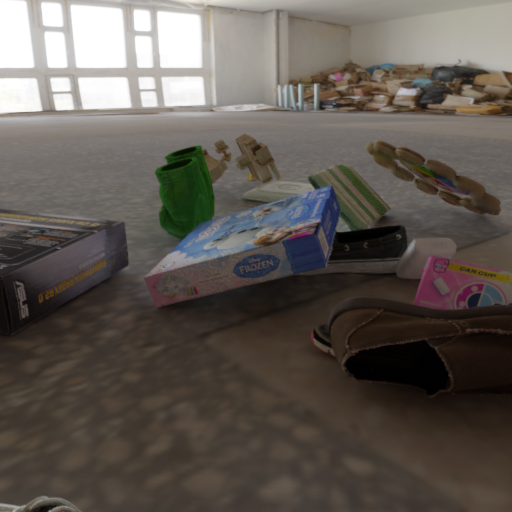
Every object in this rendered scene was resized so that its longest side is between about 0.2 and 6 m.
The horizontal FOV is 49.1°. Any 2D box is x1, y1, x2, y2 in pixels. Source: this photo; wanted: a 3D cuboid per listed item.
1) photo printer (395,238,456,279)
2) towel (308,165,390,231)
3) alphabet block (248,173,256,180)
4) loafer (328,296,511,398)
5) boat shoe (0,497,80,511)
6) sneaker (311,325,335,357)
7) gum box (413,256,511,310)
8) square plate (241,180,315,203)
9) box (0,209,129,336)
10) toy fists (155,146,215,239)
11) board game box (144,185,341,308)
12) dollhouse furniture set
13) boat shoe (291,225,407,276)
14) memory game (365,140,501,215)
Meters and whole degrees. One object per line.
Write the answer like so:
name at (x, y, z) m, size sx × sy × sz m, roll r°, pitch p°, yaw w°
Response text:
photo printer at (3.028, 0.083, 10.139) m, size 0.823 × 0.990 × 0.344 m, roll -1°, pitch 56°, yaw -15°
towel at (2.388, -1.493, 14.087) m, size 1.855 × 0.284 × 2.432 m, roll 50°, pitch 34°, yaw 7°
alphabet block at (-0.147, -2.763, 19.530) m, size 0.224 × 0.219 × 0.220 m, roll -11°, pitch 20°, yaw -28°
loafer at (2.359, 1.283, 6.594) m, size 3.113 × 1.137 × 1.105 m, roll 3°, pitch 32°, yaw 14°
boat shoe at (-1.549, 2.189, 4.105) m, size 2.324 × 0.764 × 0.836 m, roll 10°, pitch 21°, yaw 27°
sneaker at (1.594, 1.007, 7.635) m, size 1.673 × 0.732 × 0.617 m, roll 4°, pitch 19°, yaw 13°
gum box at (3.081, 0.734, 7.719) m, size 1.830 × 0.605 × 1.039 m, roll 14°, pitch 67°, yaw 31°
square plate at (1.013, -1.963, 17.036) m, size 2.239 × 0.322 × 2.260 m, roll 8°, pitch 21°, yaw 24°
box at (-4.879, 0.048, 10.056) m, size 4.021 × 0.972 × 3.184 m, roll 7°, pitch 20°, yaw 19°
toy fists at (-1.666, -1.440, 13.300) m, size 1.211 × 1.796 × 3.523 m, roll -14°, pitch 19°, yaw 2°
board game box at (-0.084, -0.253, 9.977) m, size 2.940 × 0.641 × 2.954 m, roll -15°, pitch 17°, yaw 18°
dollhouse furniture set at (-1.130, -2.360, 17.894) m, size 3.130 × 1.528 × 2.670 m, roll -33°, pitch 31°, yaw -9°
boat shoe at (1.435, -0.179, 10.897) m, size 3.029 × 0.858 × 1.040 m, roll 0°, pitch 18°, yaw 1°
memory game at (4.456, -1.950, 14.277) m, size 3.764 × 0.240 × 3.764 m, roll 28°, pitch 5°, yaw -2°
